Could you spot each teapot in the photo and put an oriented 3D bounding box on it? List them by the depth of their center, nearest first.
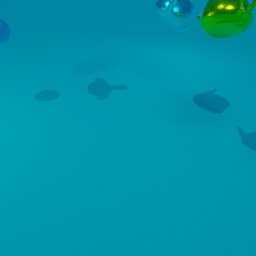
[{"bbox_3d":[1.854,-2.215,5.428,0.974,0.767,1.567,6,-5,-29],"label":"teapot"},{"bbox_3d":[1.290,-3.072,7.288,1.109,0.873,1.783,36,15,10],"label":"teapot"}]

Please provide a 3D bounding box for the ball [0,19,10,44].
[{"bbox_3d":[-3.722,-2.743,7.925,0.730,0.730,0.730,0,37,0],"label":"ball"}]
